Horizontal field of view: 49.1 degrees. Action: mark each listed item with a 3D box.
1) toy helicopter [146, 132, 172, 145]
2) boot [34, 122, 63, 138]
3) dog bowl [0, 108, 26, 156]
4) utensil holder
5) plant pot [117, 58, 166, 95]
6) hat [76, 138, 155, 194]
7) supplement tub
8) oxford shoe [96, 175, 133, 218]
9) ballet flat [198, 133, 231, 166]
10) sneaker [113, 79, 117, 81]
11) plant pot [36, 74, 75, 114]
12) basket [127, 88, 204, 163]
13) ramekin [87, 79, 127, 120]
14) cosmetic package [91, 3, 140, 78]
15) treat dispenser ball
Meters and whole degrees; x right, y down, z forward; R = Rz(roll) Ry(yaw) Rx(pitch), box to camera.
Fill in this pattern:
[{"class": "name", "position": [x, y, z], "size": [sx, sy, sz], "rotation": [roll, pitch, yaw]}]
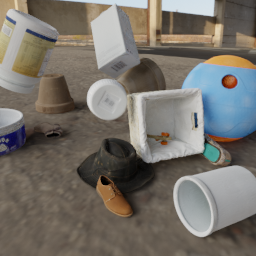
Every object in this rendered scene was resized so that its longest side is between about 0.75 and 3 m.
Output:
[{"class": "toy helicopter", "position": [0.953, 0.285, 9.068], "size": [0.947, 0.374, 0.627], "rotation": [6, 8, 27]}, {"class": "boot", "position": [-2.991, 0.123, 10.450], "size": [1.094, 0.384, 0.800], "rotation": [-10, 30, -6]}, {"class": "dog bowl", "position": [-4.797, 0.128, 9.552], "size": [2.436, 0.959, 2.436], "rotation": [0, 21, 0]}, {"class": "utensil holder", "position": [1.868, 1.464, 5.839], "size": [1.402, 1.191, 1.191], "rotation": [-8, 22, -26]}, {"class": "plant pot", "position": [0.474, -2.177, 14.388], "size": [1.972, 2.273, 2.273], "rotation": [-32, 35, -26]}, {"class": "hat", "position": [-0.387, 0.830, 7.792], "size": [2.313, 0.933, 2.313], "rotation": [-1, 22, 0]}, {"class": "supplement tub", "position": [-3.709, -2.654, 9.919], "size": [1.787, 2.475, 1.787], "rotation": [26, 17, -8]}, {"class": "oxford shoe", "position": [-0.344, 1.559, 6.469], "size": [0.458, 0.458, 1.285], "rotation": [-17, 37, -35]}, {"class": "ballet flat", "position": [2.536, 0.617, 8.924], "size": [0.696, 0.705, 2.070], "rotation": [15, 20, -23]}, {"class": "sneaker", "position": [-0.749, -3.197, 19.259], "size": [0.349, 0.256, 0.771], "rotation": [-13, 28, -37]}, {"class": "plant pot", "position": [-3.558, -1.707, 13.434], "size": [1.875, 1.636, 1.875], "rotation": [-1, 22, 0]}, {"class": "basket", "position": [1.086, -0.177, 8.759], "size": [2.026, 2.008, 1.630], "rotation": [-8, 10, -17]}, {"class": "ramekin", "position": [-0.587, -0.808, 8.261], "size": [1.219, 1.219, 0.594], "rotation": [-3, 16, -9]}, {"class": "cosmetic package", "position": [-0.634, -4.036, 13.041], "size": [1.662, 2.946, 1.195], "rotation": [-24, -29, 30]}, {"class": "treat dispenser ball", "position": [3.317, -1.007, 9.755], "size": [2.965, 2.965, 2.965], "rotation": [0, 21, 0]}]
